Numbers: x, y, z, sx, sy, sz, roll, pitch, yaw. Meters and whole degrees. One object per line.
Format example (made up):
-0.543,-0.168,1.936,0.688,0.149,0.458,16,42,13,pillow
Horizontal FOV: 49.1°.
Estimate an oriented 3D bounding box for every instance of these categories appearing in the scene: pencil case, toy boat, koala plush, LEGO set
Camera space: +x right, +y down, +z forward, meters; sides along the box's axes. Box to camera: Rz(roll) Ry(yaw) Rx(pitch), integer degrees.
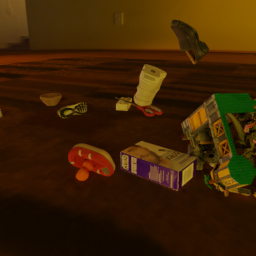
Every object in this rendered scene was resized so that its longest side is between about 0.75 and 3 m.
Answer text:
4.357,0.174,8.171,1.792,0.775,0.742,14,18,29,pencil case
-0.937,0.881,6.515,1.181,0.770,0.772,14,53,33,toy boat
1.920,0.670,6.964,0.792,0.702,0.728,-2,-4,3,koala plush
2.585,0.414,6.236,2.974,2.287,1.723,-11,-19,-21,LEGO set

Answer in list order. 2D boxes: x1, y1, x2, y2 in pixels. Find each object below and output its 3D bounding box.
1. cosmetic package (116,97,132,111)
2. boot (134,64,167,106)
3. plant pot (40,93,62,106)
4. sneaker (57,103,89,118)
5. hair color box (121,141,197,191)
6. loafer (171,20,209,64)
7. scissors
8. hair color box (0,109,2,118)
-0.168,-1.076,12.343,0.500,0.307,1.212,2,20,9,cosmetic package
0.466,-1.009,6.599,0.597,0.776,1.623,25,22,7,boot
-3.479,-1.265,12.677,0.947,0.437,0.947,0,19,0,plant pot
-2.210,-0.756,11.208,1.373,0.507,0.556,-14,21,-37,sneaker
0.708,0.841,6.689,1.620,0.525,0.886,13,24,37,hair color box
2.277,-3.236,10.619,2.142,0.774,0.780,31,2,-36,loafer
0.452,-0.970,11.803,0.804,0.153,2.198,-24,40,-38,scissors
-5.396,-0.443,10.506,0.609,0.361,1.114,10,24,28,hair color box
